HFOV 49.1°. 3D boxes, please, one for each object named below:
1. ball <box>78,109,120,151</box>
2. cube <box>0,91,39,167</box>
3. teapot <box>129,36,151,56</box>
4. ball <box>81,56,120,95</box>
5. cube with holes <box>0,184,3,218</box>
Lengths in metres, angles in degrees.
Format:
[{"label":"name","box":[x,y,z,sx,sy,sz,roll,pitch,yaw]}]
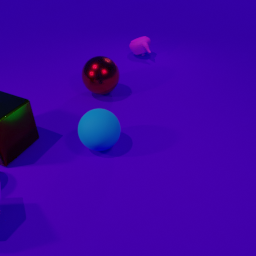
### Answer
[{"label":"ball","box":[-0.755,0.048,7.394,1.113,1.113,1.113,0,39,0]},{"label":"cube","box":[-3.353,-0.043,7.306,1.307,1.307,1.307,17,41,21]},{"label":"teapot","box":[0.572,-3.439,11.909,0.921,0.725,1.481,-27,25,-14]},{"label":"ball","box":[-0.915,-1.765,9.394,1.277,1.277,1.277,0,39,0]},{"label":"cube with holes","box":[-3.052,1.538,5.566,0.757,0.757,0.757,-3,3,-2]}]
